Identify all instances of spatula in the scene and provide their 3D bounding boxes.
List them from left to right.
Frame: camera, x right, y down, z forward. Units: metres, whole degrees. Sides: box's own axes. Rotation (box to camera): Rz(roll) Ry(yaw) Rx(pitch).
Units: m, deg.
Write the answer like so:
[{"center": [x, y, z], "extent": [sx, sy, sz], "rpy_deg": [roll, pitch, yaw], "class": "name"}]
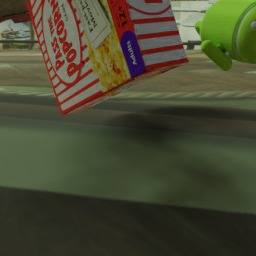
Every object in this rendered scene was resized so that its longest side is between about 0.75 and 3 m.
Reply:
[{"center": [1.770, -3.627, 8.561], "extent": [2.951, 0.237, 2.052], "rpy_deg": [24, 61, 41], "class": "spatula"}]

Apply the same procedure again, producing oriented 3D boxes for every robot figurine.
[{"center": [2.397, -2.065, 5.954], "extent": [1.207, 1.830, 2.086], "rpy_deg": [42, 0, -38], "class": "robot figurine"}]

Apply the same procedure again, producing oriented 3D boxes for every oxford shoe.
[{"center": [-3.037, -2.771, 6.274], "extent": [2.103, 0.787, 0.741], "rpy_deg": [-10, 47, 0], "class": "oxford shoe"}]

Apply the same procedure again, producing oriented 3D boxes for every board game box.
[{"center": [-0.581, -1.494, 4.118], "extent": [0.660, 2.158, 2.849], "rpy_deg": [-18, 2, -31], "class": "board game box"}]
